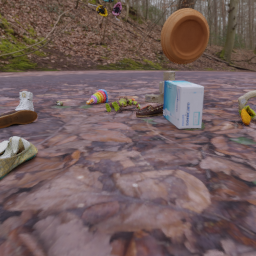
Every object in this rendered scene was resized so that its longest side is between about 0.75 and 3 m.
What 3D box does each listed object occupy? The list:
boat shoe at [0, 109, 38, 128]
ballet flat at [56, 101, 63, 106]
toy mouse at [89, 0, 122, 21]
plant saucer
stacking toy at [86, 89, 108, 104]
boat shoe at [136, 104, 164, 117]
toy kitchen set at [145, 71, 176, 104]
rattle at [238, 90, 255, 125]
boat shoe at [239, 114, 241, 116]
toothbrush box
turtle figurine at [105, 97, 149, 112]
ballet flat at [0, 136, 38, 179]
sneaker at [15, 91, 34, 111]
[{"bbox_3d":[-4.883,-0.463,12.043,1.851,0.652,0.651,-12,22,-38],"label":"boat shoe"},{"bbox_3d":[-4.065,-1.446,16.602,0.266,0.266,0.753,-9,18,-32],"label":"ballet flat"},{"bbox_3d":[-0.358,-2.760,6.303,0.795,0.706,0.154,43,-1,7],"label":"toy mouse"},{"bbox_3d":[2.148,-3.290,10.202,1.974,1.974,0.369,-5,23,-18],"label":"plant saucer"},{"bbox_3d":[-1.974,-1.766,17.071,0.854,0.807,1.471,16,34,39],"label":"stacking toy"},{"bbox_3d":[1.127,-0.873,13.773,1.634,0.575,0.575,-8,18,-24],"label":"boat shoe"},{"bbox_3d":[1.767,-2.468,17.048,1.736,1.924,1.570,11,18,35],"label":"toy kitchen set"},{"bbox_3d":[6.022,-0.973,12.189,2.201,1.433,1.573,-6,4,18],"label":"rattle"},{"bbox_3d":[5.902,-0.892,14.203,0.385,0.384,1.093,6,15,29],"label":"boat shoe"},{"bbox_3d":[2.352,-1.101,12.301,1.024,1.757,2.400,-2,14,-8],"label":"toothbrush box"},{"bbox_3d":[-0.173,-1.308,15.030,2.303,0.742,1.857,11,19,36],"label":"turtle figurine"},{"bbox_3d":[-3.157,0.662,7.601,0.850,0.850,2.406,2,15,9],"label":"ballet flat"},{"bbox_3d":[-5.247,-1.220,13.885,0.757,1.188,2.056,1,17,-4],"label":"sneaker"}]
